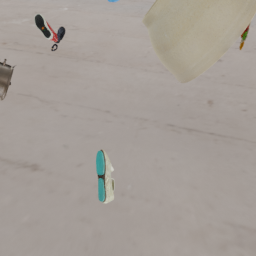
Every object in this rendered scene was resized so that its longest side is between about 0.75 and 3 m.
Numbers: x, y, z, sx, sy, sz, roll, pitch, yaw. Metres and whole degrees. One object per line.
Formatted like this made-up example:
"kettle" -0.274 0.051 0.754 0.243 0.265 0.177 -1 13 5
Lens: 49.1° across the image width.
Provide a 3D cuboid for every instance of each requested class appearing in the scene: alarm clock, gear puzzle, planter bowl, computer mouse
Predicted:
"alarm clock" -1.968 -0.624 4.282 0.281 0.845 0.570 21 -1 -27
"gear puzzle" 3.184 -2.561 7.739 0.124 0.489 0.944 17 77 2
"planter bowl" 1.317 -2.400 6.070 1.596 2.372 2.372 36 41 -11
"computer mouse" -2.248 -2.796 8.844 0.172 1.008 0.295 -13 66 -45

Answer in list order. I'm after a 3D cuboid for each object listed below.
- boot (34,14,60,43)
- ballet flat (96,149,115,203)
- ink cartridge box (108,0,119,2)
"boot" -2.779 -3.429 9.744 0.380 0.757 1.049 -34 82 14
"ballet flat" -0.312 0.674 3.965 0.236 0.757 0.255 0 -2 -39
"ink cartridge box" 0.035 -4.697 8.383 1.804 1.045 0.602 -19 12 26
